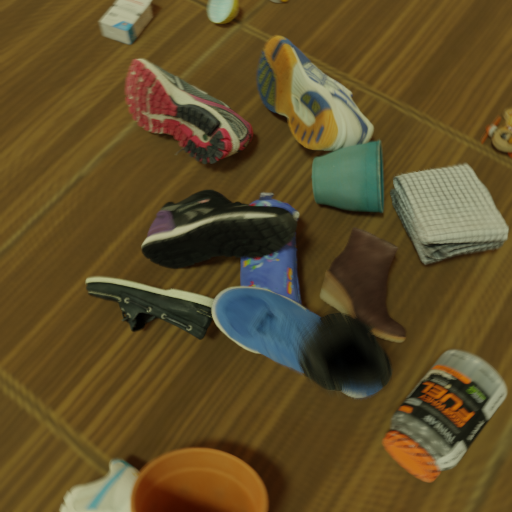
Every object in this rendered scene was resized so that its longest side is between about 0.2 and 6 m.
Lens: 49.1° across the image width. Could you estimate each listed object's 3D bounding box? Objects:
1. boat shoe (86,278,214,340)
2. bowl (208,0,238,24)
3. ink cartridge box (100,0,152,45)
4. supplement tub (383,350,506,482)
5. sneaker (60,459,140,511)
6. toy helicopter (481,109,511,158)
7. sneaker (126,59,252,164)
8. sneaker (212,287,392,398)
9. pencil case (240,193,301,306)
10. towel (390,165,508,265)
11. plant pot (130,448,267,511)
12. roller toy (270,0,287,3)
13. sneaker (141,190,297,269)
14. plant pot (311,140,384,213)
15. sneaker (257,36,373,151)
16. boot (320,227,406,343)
[{"bbox_3d":[-1.762,0.868,8.976,2.312,0.864,0.767,10,79,11],"label":"boat shoe"},{"bbox_3d":[-0.655,-5.480,12.402,0.410,0.761,0.761,3,52,-49],"label":"bowl"},{"bbox_3d":[-2.791,-5.293,12.350,0.706,0.413,1.216,23,66,11],"label":"ink cartridge box"},{"bbox_3d":[2.716,2.320,8.156,1.075,1.075,1.755,39,69,18],"label":"supplement tub"},{"bbox_3d":[-2.411,3.755,7.668,2.102,0.804,0.849,-37,60,-23],"label":"sneaker"},{"bbox_3d":[4.905,-2.478,10.999,0.815,0.486,1.232,13,53,16],"label":"toy helicopter"},{"bbox_3d":[-1.405,-2.784,10.819,2.959,1.193,1.105,40,41,19],"label":"sneaker"},{"bbox_3d":[0.582,1.058,7.562,2.638,1.467,1.012,29,75,9],"label":"sneaker"},{"bbox_3d":[0.274,0.206,9.249,1.057,0.950,2.434,-19,58,34],"label":"pencil case"},{"bbox_3d":[3.312,-0.729,9.731,1.500,0.775,1.812,-7,48,-6],"label":"towel"},{"bbox_3d":[-0.778,3.533,7.219,1.716,1.201,1.716,7,22,-3],"label":"plant pot"},{"bbox_3d":[0.483,-6.012,12.757,0.483,0.338,0.441,4,71,-7],"label":"roller toy"},{"bbox_3d":[-0.633,-0.669,9.173,2.803,1.062,1.227,-7,55,29],"label":"sneaker"},{"bbox_3d":[1.639,-1.364,9.999,1.193,1.270,1.270,-2,62,16],"label":"plant pot"},{"bbox_3d":[1.094,-3.100,11.019,1.403,1.199,3.184,0,50,-33],"label":"sneaker"},{"bbox_3d":[1.930,0.463,9.033,1.652,0.598,1.374,33,103,23],"label":"boot"}]
